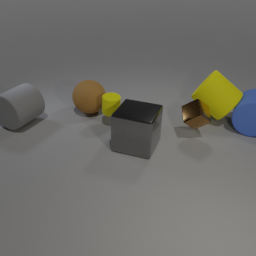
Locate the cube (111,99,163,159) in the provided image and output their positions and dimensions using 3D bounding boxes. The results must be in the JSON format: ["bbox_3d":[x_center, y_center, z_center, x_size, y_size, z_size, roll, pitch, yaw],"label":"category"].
[{"bbox_3d":[0.311,-0.005,9.577,1.400,1.400,1.400,12,32,17],"label":"cube"}]

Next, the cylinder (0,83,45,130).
[{"bbox_3d":[-4.210,-0.843,10.841,1.400,1.400,1.400,14,34,23],"label":"cylinder"}]

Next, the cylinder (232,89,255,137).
[{"bbox_3d":[4.751,-0.597,10.606,1.400,1.400,1.400,13,33,22],"label":"cylinder"}]

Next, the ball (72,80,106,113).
[{"bbox_3d":[-1.618,-1.309,11.721,1.400,1.400,1.400,0,30,0],"label":"ball"}]

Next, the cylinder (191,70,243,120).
[{"bbox_3d":[3.460,-1.279,10.955,1.400,1.400,1.400,42,39,1],"label":"cylinder"}]

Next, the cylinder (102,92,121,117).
[{"bbox_3d":[-0.639,-0.899,10.712,0.700,0.700,0.700,3,34,-2],"label":"cylinder"}]

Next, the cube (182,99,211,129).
[{"bbox_3d":[2.379,-0.480,9.762,0.700,0.700,0.700,25,52,-40],"label":"cube"}]
